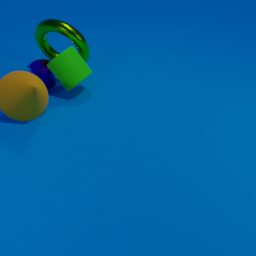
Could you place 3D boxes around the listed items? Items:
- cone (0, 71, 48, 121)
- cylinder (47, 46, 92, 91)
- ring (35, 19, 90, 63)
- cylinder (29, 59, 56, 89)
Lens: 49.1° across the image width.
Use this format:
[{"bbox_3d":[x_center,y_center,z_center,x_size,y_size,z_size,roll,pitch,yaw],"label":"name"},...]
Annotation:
[{"bbox_3d":[-2.553,-0.928,7.187,1.399,1.399,1.404,-29,11,-30],"label":"cone"},{"bbox_3d":[-1.752,-1.791,8.466,0.971,0.971,0.971,-34,16,11],"label":"cylinder"},{"bbox_3d":[-2.210,-2.784,9.437,1.966,1.966,0.393,13,60,15],"label":"ring"},{"bbox_3d":[-2.742,-1.732,9.054,0.728,0.728,0.728,1,43,-1],"label":"cylinder"}]
